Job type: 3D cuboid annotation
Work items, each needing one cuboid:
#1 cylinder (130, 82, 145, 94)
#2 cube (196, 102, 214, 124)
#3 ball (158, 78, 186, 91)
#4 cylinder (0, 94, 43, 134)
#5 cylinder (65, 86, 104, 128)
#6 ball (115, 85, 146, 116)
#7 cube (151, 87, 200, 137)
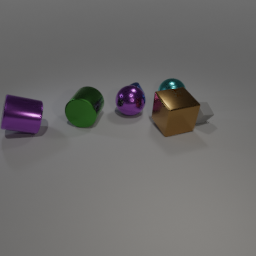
[{"bbox_3d":[0.392,-1.817,14.088,0.700,0.700,0.700,-23,34,17],"label":"cylinder"},{"bbox_3d":[3.154,-0.665,12.197,0.700,0.700,0.700,-5,62,-37],"label":"cube"},{"bbox_3d":[2.150,-1.731,13.718,1.400,1.400,1.400,0,30,0],"label":"ball"},{"bbox_3d":[-4.283,-0.541,11.297,1.400,1.400,1.400,10,25,-26],"label":"cylinder"},{"bbox_3d":[-1.884,-0.939,12.342,1.400,1.400,1.400,5,31,9],"label":"cylinder"},{"bbox_3d":[0.116,-1.263,12.906,1.400,1.400,1.400,0,30,0],"label":"ball"},{"bbox_3d":[1.947,-0.693,11.708,1.400,1.400,1.400,-12,43,-17],"label":"cube"}]
